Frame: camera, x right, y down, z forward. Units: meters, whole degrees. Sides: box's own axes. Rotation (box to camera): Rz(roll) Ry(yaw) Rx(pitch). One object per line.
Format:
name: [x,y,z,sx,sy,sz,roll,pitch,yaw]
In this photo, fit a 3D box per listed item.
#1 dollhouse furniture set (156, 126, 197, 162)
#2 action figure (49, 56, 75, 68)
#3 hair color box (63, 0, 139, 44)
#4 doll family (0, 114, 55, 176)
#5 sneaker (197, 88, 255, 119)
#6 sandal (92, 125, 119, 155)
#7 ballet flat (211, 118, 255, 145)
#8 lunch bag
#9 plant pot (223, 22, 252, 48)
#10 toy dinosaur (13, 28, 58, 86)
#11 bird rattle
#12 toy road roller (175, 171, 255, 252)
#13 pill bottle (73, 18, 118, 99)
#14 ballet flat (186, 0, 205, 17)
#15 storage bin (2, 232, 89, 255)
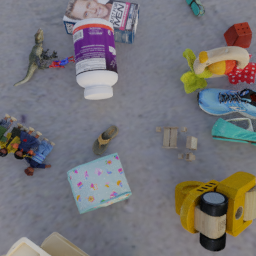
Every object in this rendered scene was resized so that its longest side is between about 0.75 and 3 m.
dollhouse furniture set: [1.724,0.577,10.136,1.397,0.682,1.191,1,82,31]
action figure: [-2.655,-2.596,11.207,1.041,0.269,0.340,-15,66,0]
hair color box: [-1.065,-4.488,11.545,2.864,0.867,1.432,10,71,4]
doll family: [-3.735,0.652,9.718,2.420,0.950,1.399,27,68,6]
sneaker: [3.923,-1.104,10.139,2.781,1.251,1.090,5,71,2]
sandal: [-0.825,0.383,10.096,0.519,0.349,1.291,37,75,12]
ballet flat: [4.372,0.182,9.793,2.767,0.932,0.974,12,91,6]
lunch bag: [-0.972,1.840,9.202,1.787,1.090,1.523,-18,72,-12]
plant pot: [4.519,-3.771,11.348,0.868,0.765,0.868,-11,71,-3]
toy dinosaur: [-3.524,-2.698,11.069,1.155,0.622,2.621,8,70,18]
bird rattle: [3.355,-2.143,10.017,2.874,2.343,1.619,3,81,7]
toy road roller: [2.651,2.309,8.761,2.618,1.911,1.609,-16,112,-33]
pill bottle: [-1.183,-2.481,10.328,1.523,1.523,2.708,-5,86,-2]
ballet flat: [2.909,-5.432,12.139,0.562,0.562,1.514,-15,73,-5]
storage bin: [-1.763,4.054,7.522,2.770,2.790,1.308,31,76,10]
